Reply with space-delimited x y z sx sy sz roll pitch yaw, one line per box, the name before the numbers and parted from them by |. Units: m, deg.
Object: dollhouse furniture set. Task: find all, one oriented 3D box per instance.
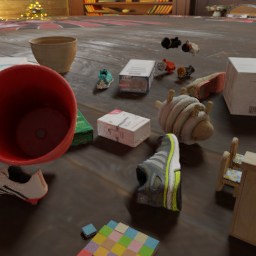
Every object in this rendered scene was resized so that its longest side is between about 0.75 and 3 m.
dollhouse furniture set | 3.160 1.004 5.986 2.294 1.739 2.618 16 31 28

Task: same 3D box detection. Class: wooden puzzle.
wooden puzzle | -0.159 2.306 5.216 1.927 0.135 1.143 16 31 28

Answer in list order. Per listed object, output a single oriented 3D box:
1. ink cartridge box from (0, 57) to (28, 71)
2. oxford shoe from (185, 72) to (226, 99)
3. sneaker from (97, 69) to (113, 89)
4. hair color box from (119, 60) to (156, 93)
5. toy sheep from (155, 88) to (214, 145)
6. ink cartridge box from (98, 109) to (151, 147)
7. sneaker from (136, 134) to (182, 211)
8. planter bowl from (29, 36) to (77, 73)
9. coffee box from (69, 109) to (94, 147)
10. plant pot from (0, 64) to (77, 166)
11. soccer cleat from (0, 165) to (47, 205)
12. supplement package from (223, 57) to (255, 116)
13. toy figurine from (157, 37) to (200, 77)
ink cartridge box | -4.737 -1.196 9.945 2.015 2.024 2.759 -2 27 -5
oxford shoe | 3.678 -2.102 12.948 2.615 0.926 0.965 -22 32 -36
sneaker | -1.129 -2.572 13.995 0.755 0.776 1.948 0 27 0
hair color box | 0.532 -2.652 14.035 1.425 0.863 2.851 5 28 10
toy sheep | 1.714 -0.351 8.831 1.608 1.608 2.333 -17 40 -30
ink cartridge box | -0.117 -0.027 9.232 1.455 0.602 1.066 18 32 30
sneaker | 0.754 0.943 7.024 1.079 0.985 2.667 0 26 7
planter bowl | -4.139 -4.146 15.983 2.604 1.753 2.604 0 28 0
coffee box | -2.131 -0.089 9.474 1.380 0.493 2.244 -13 30 -24
plant pot | -2.268 -0.083 6.847 2.264 2.264 2.004 -3 -15 -6
soccer cleat | -2.893 1.201 6.526 2.121 0.903 0.728 7 28 12
supplement package | 4.960 -1.718 11.286 1.729 1.717 2.279 4 28 8
toy figurine | 2.667 -3.813 15.088 1.976 2.007 1.397 29 27 37
